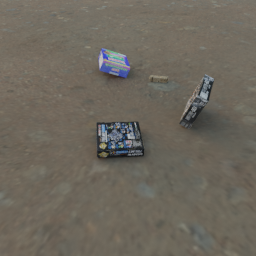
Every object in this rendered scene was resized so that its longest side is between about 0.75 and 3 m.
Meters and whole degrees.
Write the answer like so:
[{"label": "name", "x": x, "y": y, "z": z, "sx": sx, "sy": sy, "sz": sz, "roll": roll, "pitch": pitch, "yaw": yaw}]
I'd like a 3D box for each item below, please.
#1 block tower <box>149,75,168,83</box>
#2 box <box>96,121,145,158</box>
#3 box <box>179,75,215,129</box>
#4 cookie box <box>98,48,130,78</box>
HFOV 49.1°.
[{"label": "block tower", "x": 1.262, "y": -2.018, "z": 11.552, "sx": 0.775, "sy": 0.209, "sz": 0.224, "roll": 5, "pitch": 36, "yaw": 8}, {"label": "box", "x": -0.262, "y": 0.305, "z": 8.149, "sx": 1.315, "sy": 0.329, "sz": 1.325, "roll": -3, "pitch": 37, "yaw": -5}, {"label": "box", "x": 2.220, "y": -0.866, "z": 9.017, "sx": 0.383, "sy": 1.213, "sz": 1.538, "roll": 29, "pitch": 40, "yaw": 3}, {"label": "cookie box", "x": -0.615, "y": -2.821, "z": 12.127, "sx": 1.206, "sy": 0.530, "sz": 1.410, "roll": 13, "pitch": 33, "yaw": -18}]
